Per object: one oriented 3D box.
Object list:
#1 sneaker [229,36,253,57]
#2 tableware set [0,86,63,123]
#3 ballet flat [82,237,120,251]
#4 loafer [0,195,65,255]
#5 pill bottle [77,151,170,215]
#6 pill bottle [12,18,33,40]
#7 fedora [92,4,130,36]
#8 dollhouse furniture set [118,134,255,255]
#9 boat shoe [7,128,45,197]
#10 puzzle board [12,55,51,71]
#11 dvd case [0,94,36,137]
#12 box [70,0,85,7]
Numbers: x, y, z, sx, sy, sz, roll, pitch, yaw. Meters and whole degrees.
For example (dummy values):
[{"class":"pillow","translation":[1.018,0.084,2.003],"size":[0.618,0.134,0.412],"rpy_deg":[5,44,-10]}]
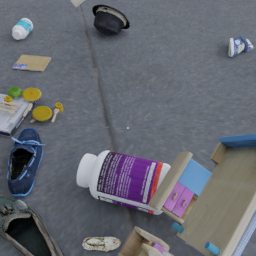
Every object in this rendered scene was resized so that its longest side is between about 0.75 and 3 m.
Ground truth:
[{"class":"sneaker","translation":[4.790,-3.414,11.816],"size":[0.973,0.535,1.329],"rpy_deg":[8,41,13]},{"class":"tableware set","translation":[-3.148,-0.774,9.247],"size":[1.958,0.301,1.319],"rpy_deg":[12,51,-1]},{"class":"ballet flat","translation":[-0.589,2.546,6.191],"size":[0.848,0.271,0.321],"rpy_deg":[-3,45,-4]},{"class":"loafer","translation":[-2.252,2.211,6.142],"size":[2.539,0.799,0.912],"rpy_deg":[33,54,28]},{"class":"pill bottle","translation":[-0.084,1.250,6.792],"size":[2.153,1.210,1.210],"rpy_deg":[12,47,11]},{"class":"pill bottle","translation":[-4.853,-4.501,12.812],"size":[0.634,0.634,1.145],"rpy_deg":[7,45,6]},{"class":"fedora","translation":[-0.880,-4.753,12.750],"size":[1.874,1.874,0.856],"rpy_deg":[21,83,19]},{"class":"dollhouse furniture set","translation":[1.671,1.840,4.663],"size":[1.954,2.994,2.827],"rpy_deg":[36,76,-8]},{"class":"boat shoe","translation":[-2.748,0.739,7.604],"size":[0.935,0.763,2.223],"rpy_deg":[-9,46,-9]},{"class":"puzzle board","translation":[-3.884,-2.623,11.357],"size":[1.285,0.112,0.968],"rpy_deg":[6,47,7]},{"class":"dvd case","translation":[-4.390,-0.527,9.193],"size":[2.161,0.267,1.624],"rpy_deg":[11,47,10]},{"class":"box","translation":[-1.155,-5.088,8.857],"size":[2.297,0.893,1.091],"rpy_deg":[-33,64,14]}]
